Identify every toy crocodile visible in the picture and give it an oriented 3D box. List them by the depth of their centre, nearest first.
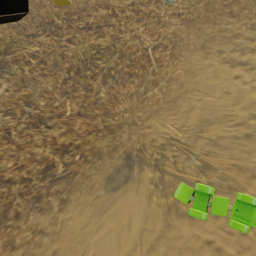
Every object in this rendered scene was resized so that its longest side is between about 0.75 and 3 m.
[{"bbox_3d":[2.033,1.697,5.978,2.205,0.681,0.744,11,78,26],"label":"toy crocodile"}]

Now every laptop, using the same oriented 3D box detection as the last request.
[{"bbox_3d":[-3.397,-3.305,7.409,1.299,1.466,0.757,-28,56,-38],"label":"laptop"}]

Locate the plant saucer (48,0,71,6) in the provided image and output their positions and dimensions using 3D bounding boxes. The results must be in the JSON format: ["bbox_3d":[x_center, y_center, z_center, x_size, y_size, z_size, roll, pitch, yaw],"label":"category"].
[{"bbox_3d":[-2.071,-3.368,6.455,0.311,1.284,1.284,-48,52,5],"label":"plant saucer"}]

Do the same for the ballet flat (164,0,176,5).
[{"bbox_3d":[1.579,-4.220,8.444,0.482,0.482,1.388,38,76,20],"label":"ballet flat"}]
